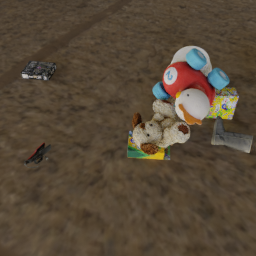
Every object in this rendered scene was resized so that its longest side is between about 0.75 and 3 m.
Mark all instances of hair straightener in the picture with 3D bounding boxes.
[{"bbox_3d":[-2.374,0.743,7.544,0.445,0.236,1.155,14,23,10],"label":"hair straightener"}]

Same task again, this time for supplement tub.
[{"bbox_3d":[1.949,-1.644,8.829,1.253,1.733,1.253,-3,72,10],"label":"supplement tub"}]

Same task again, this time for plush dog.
[{"bbox_3d":[0.756,0.122,7.566,1.315,1.228,1.530,-12,50,-15],"label":"plush dog"}]

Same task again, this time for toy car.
[{"bbox_3d":[1.535,-0.802,7.199,1.583,1.649,1.790,37,38,-12],"label":"toy car"}]

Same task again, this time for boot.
[{"bbox_3d":[2.956,0.156,7.888,1.055,0.383,0.959,6,80,28],"label":"boot"}]

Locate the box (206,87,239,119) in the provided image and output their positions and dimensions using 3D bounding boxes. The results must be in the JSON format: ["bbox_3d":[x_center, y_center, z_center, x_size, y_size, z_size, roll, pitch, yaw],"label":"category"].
[{"bbox_3d":[2.894,-0.781,8.766,0.833,0.865,0.527,4,39,2],"label":"box"}]

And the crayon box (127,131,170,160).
[{"bbox_3d":[0.608,0.488,7.988,1.214,0.313,0.763,4,46,2],"label":"crayon box"}]

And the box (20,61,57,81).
[{"bbox_3d":[-3.340,-2.165,10.513,1.073,0.234,0.860,6,46,7],"label":"box"}]
